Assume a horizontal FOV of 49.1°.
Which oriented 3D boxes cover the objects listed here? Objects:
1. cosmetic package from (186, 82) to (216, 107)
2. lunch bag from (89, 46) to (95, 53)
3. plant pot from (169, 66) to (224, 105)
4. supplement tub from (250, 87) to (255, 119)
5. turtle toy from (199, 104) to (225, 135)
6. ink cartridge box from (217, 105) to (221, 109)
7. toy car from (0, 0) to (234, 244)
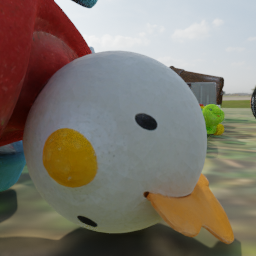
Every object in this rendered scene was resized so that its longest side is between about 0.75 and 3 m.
[{"bbox_3d":[1.124,-0.615,7.622,2.317,1.238,1.045,-1,5,4],"label":"cosmetic package"},{"bbox_3d":[-1.808,-0.666,5.274,2.678,1.104,2.152,-20,10,-11],"label":"lunch bag"},{"bbox_3d":[3.053,-1.538,13.038,2.458,2.483,2.483,11,9,23],"label":"plant pot"},{"bbox_3d":[3.614,-0.574,6.167,1.396,1.396,2.278,1,4,6],"label":"supplement tub"},{"bbox_3d":[1.539,-0.180,5.874,0.932,0.646,1.279,-1,5,-17],"label":"turtle toy"},{"bbox_3d":[2.618,-0.394,8.623,0.352,0.611,0.837,2,5,26],"label":"ink cartridge box"},{"bbox_3d":[-0.317,-0.044,1.339,1.918,1.767,1.696,31,14,14],"label":"toy car"}]
